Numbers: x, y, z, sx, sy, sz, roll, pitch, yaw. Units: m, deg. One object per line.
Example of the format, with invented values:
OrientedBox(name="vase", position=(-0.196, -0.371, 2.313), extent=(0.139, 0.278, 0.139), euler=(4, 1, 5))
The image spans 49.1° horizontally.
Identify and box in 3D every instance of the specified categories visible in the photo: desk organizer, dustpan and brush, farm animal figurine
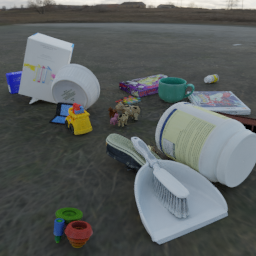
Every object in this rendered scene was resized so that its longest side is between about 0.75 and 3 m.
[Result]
OrientedBox(name="desk organizer", position=(3.582, 0.196, 9.129), extent=(2.498, 0.896, 0.962), euler=(13, 31, 26))
OrientedBox(name="dustpan and brush", position=(0.801, 1.199, 7.015), extent=(2.086, 0.855, 2.989), euler=(-12, 30, -24))
OrientedBox(name="farm animal figurine", position=(-0.110, -0.620, 10.818), extent=(1.390, 0.733, 1.405), euler=(-7, 24, -23))

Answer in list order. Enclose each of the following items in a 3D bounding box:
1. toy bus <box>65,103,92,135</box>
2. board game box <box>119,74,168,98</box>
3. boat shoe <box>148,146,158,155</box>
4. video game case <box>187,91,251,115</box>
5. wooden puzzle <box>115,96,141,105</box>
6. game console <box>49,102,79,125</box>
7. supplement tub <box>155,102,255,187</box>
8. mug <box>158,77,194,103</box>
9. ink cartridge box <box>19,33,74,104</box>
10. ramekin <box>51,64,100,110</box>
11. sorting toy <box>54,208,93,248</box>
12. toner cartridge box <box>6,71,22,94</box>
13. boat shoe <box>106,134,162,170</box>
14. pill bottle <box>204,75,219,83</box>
OrientedBox(name="toy bus", position=(-1.859, -0.432, 10.178), extent=(0.769, 1.087, 1.133), euler=(-17, 30, -28))
OrientedBox(name="board game box", position=(1.208, -2.282, 14.773), extent=(2.915, 0.471, 1.749), euler=(-17, 35, -32))
OrientedBox(name="boat shoe", position=(0.767, 0.778, 8.578), extent=(0.321, 0.320, 0.866), euler=(4, 25, -6))
OrientedBox(name="video game case", position=(3.967, -1.161, 12.589), extent=(2.160, 0.272, 2.371), euler=(0, 26, -2))
OrientedBox(name="wooden puzzle", position=(0.068, -1.285, 13.049), extent=(1.253, 0.088, 0.743), euler=(-21, 33, -36))
OrientedBox(name="game console", position=(-2.502, -0.571, 11.052), extent=(1.018, 0.877, 0.604), euler=(8, 1, 14))
OrientedBox(name="supplement tub", position=(2.114, 0.397, 7.704), extent=(1.730, 1.730, 2.386), euler=(-18, 31, -32))
OrientedBox(name="mug", position=(2.119, -1.688, 12.912), extent=(1.245, 0.937, 1.515), euler=(-19, 32, -35))
OrientedBox(name="ink cartridge box", position=(-3.754, -2.582, 12.892), extent=(1.809, 2.889, 1.857), euler=(14, 23, -12))
OrientedBox(name="ramekin", position=(-2.226, -1.526, 11.553), extent=(2.014, 2.014, 0.938), euler=(6, 40, 12))
OrientedBox(name="sorting toy", position=(-1.199, 2.107, 5.811), extent=(0.690, 0.471, 1.148), euler=(3, 9, -30))
OrientedBox(name="toner cartridge box", position=(-5.115, -2.455, 14.448), extent=(2.048, 0.973, 0.442), euler=(-17, 31, -32))
OrientedBox(name="boat shoe", position=(0.215, 0.889, 8.016), extent=(2.054, 0.639, 0.766), euler=(28, 28, 18))
OrientedBox(name="pill bottle", position=(4.645, -2.735, 15.646), extent=(0.757, 0.421, 0.421), euler=(-13, 29, -24))
